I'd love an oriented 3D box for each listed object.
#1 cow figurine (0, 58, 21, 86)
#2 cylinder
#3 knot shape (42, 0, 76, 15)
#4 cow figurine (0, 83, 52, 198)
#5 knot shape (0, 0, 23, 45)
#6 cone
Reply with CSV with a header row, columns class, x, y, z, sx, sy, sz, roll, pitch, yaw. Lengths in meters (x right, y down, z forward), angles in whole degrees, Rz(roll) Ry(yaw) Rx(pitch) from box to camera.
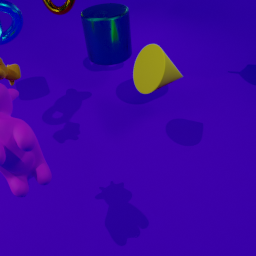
class,x,y,z,sx,sy,sz,roll,pitch,yaw
cow figurine,-2.981,-1.273,6.412,0.961,0.945,0.527,-10,87,-16
cylinder,-0.568,-2.616,7.804,1.294,1.294,1.294,-4,40,3
knot shape,-2.189,-4.119,8.286,1.642,0.759,1.537,-39,95,-17
cow figurine,-1.767,0.107,4.147,0.818,1.490,1.466,-27,38,-17
knot shape,-3.459,-2.456,6.569,0.839,1.815,1.698,7,66,34
cone,0.904,-1.301,6.637,1.126,1.122,1.122,3,42,-35
